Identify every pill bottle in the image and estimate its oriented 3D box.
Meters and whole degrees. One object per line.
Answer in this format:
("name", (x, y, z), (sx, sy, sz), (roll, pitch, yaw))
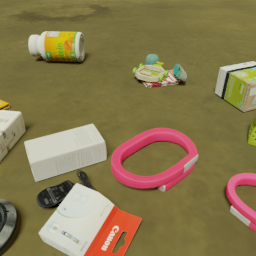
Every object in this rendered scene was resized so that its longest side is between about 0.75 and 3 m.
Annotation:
("pill bottle", (-3.840, -4.426, 15.208), (2.771, 1.539, 1.539), (3, 35, 5))

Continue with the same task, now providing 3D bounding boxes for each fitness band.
("fitness band", (0.850, 0.892, 8.516), (2.888, 0.540, 2.074), (-27, 40, -35))
("fitness band", (3.533, 1.954, 7.012), (1.609, 0.419, 2.240), (-24, 42, -31))

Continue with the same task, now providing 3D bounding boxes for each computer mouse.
("computer mouse", (-1.542, 1.834, 7.320), (1.475, 0.340, 1.036), (-27, 59, -30))

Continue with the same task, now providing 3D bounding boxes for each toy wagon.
("toy wagon", (1.202, -2.738, 13.579), (1.495, 0.381, 1.926), (20, 37, 20))

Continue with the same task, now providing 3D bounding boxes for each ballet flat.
("ballet flat", (2.489, -2.588, 13.308), (0.505, 0.535, 1.587), (26, 27, -12))

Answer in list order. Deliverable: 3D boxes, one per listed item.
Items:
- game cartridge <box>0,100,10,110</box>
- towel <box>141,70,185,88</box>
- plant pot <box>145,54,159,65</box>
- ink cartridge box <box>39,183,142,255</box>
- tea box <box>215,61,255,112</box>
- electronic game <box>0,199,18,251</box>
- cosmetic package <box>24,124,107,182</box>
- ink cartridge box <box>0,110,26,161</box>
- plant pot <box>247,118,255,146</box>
("game cartridge", (-5.816, -0.845, 11.214), (1.601, 0.260, 1.411), (21, 40, 26))
("towel", (1.601, -2.428, 13.553), (1.948, 0.222, 1.403), (-10, 35, -14))
("plant pot", (1.272, -3.501, 14.727), (0.810, 0.650, 0.810), (0, 35, 0))
("ink cartridge box", (-0.830, 2.230, 6.413), (1.867, 0.441, 1.494), (15, 46, 23))
("tea box", (5.032, -1.774, 11.654), (1.897, 1.267, 1.866), (-15, 38, -21))
("electronic game", (-3.452, 2.363, 6.431), (1.803, 0.375, 1.803), (-7, 36, 5))
("cosmetic package", (-1.866, 0.699, 8.505), (2.211, 0.819, 1.124), (-16, 37, -19))
("ink cartridge box", (-4.541, 0.274, 9.044), (1.517, 0.857, 2.071), (6, 35, 9))
("plant pot", (4.674, 0.018, 9.346), (1.056, 0.958, 1.051), (15, 37, 19))
